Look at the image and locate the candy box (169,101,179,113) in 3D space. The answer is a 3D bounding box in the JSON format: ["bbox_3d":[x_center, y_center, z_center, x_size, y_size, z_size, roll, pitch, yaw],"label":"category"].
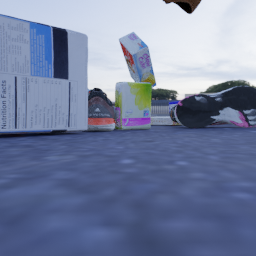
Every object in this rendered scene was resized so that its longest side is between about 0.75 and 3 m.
[{"bbox_3d":[3.151,-0.702,11.775,2.182,0.994,2.580,-2,4,-10],"label":"candy box"}]

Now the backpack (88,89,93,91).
[{"bbox_3d":[-2.278,-1.042,12.478,1.709,1.564,1.256,-13,53,-38],"label":"backpack"}]

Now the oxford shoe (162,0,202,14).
[{"bbox_3d":[0.930,-3.533,6.637,2.582,0.920,0.921,16,13,-37],"label":"oxford shoe"}]

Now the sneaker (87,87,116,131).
[{"bbox_3d":[-0.634,-0.458,6.671,0.914,0.972,2.373,0,3,-7],"label":"sneaker"}]

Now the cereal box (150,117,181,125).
[{"bbox_3d":[1.245,-0.238,9.406,1.431,0.283,1.030,2,3,38],"label":"cereal box"}]

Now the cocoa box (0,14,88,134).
[{"bbox_3d":[-2.263,-0.831,5.373,1.783,1.812,2.718,-3,4,-45],"label":"cocoa box"}]

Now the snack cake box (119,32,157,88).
[{"bbox_3d":[0.362,-2.229,9.635,0.608,1.041,1.810,-28,-37,-4],"label":"snack cake box"}]

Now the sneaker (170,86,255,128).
[{"bbox_3d":[2.470,-0.570,7.866,2.837,1.139,1.225,1,1,-14],"label":"sneaker"}]

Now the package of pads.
[{"bbox_3d":[0.106,-0.509,6.445,0.847,1.096,0.374,-2,6,-31],"label":"package of pads"}]
